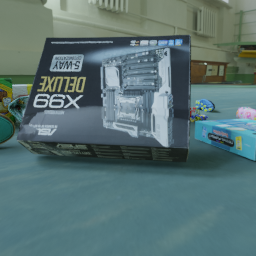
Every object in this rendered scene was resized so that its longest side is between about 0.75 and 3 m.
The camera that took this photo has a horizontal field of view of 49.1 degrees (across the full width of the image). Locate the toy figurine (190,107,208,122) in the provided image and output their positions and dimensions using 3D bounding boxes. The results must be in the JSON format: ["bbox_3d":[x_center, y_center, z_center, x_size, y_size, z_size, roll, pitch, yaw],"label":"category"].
[{"bbox_3d":[2.235,-0.379,8.545,0.524,0.461,0.874,4,11,-9],"label":"toy figurine"}]

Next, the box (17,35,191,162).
[{"bbox_3d":[-0.306,-0.573,4.920,2.736,2.157,0.681,3,-26,10],"label":"box"}]

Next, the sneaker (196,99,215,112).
[{"bbox_3d":[3.206,-0.958,11.367,0.593,0.507,1.430,-7,8,-3],"label":"sneaker"}]

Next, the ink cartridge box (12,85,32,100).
[{"bbox_3d":[-3.878,-1.048,10.204,2.416,1.008,1.754,-6,7,-27],"label":"ink cartridge box"}]

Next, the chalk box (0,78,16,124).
[{"bbox_3d":[-4.418,-0.670,7.605,1.339,1.329,2.145,7,13,37],"label":"chalk box"}]

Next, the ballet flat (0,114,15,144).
[{"bbox_3d":[-3.382,0.078,5.230,2.320,0.796,0.731,-6,3,-32],"label":"ballet flat"}]

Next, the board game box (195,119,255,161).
[{"bbox_3d":[2.413,0.162,5.601,1.363,0.424,1.805,-4,11,-18],"label":"board game box"}]

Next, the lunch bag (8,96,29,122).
[{"bbox_3d":[-2.325,-0.505,7.802,1.570,0.958,1.338,6,12,3],"label":"lunch bag"}]

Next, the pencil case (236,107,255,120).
[{"bbox_3d":[3.545,-0.300,7.800,0.539,0.539,1.233,-2,11,-10],"label":"pencil case"}]
